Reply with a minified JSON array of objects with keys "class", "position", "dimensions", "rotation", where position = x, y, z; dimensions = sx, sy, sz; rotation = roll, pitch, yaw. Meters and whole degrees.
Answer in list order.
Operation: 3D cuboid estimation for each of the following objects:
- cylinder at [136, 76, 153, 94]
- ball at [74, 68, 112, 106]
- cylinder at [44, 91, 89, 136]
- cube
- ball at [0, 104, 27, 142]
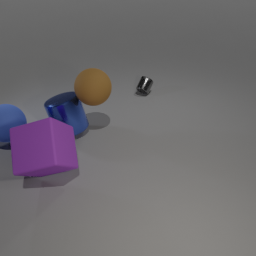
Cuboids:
[{"class":"cylinder","position":[0.867,-2.211,14.536],"dimensions":[0.700,0.700,0.700],"rotation":[21,81,30]},{"class":"ball","position":[-1.310,-1.529,10.484],"dimensions":[1.400,1.400,1.400],"rotation":[0,31,0]},{"class":"cylinder","position":[-2.425,-0.543,11.129],"dimensions":[1.400,1.400,1.400],"rotation":[-13,26,6]},{"class":"cube","position":[-2.505,0.638,8.473],"dimensions":[1.400,1.400,1.400],"rotation":[-14,-15,13]},{"class":"ball","position":[-4.439,-0.174,10.227],"dimensions":[1.400,1.400,1.400],"rotation":[0,31,0]}]
